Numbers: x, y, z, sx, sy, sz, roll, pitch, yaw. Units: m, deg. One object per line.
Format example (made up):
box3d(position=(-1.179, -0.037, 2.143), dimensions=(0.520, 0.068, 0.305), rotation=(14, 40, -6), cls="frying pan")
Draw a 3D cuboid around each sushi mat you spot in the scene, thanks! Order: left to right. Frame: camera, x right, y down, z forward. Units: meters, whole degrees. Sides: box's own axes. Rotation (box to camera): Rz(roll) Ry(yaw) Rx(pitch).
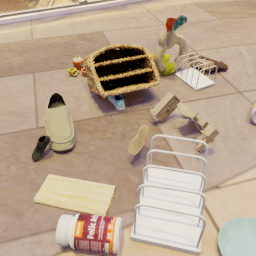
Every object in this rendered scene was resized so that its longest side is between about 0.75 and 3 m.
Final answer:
box3d(position=(-1.531, 1.940, 8.218), dimensions=(2.216, 0.134, 1.060), rotation=(8, 40, 10), cls="sushi mat")

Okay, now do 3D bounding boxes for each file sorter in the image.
box3d(position=(1.191, 1.630, 7.474), dimensions=(1.762, 1.581, 2.540), rotation=(8, 42, 10), cls="file sorter")
box3d(position=(3.129, -2.652, 12.910), dimensions=(1.137, 1.020, 1.638), rotation=(-19, 44, -21), cls="file sorter")

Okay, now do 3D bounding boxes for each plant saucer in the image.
box3d(position=(3.015, 2.958, 6.847), dimensions=(1.605, 0.309, 1.605), rotation=(-2, 39, 2), cls="plant saucer")

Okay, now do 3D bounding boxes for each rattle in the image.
box3d(position=(1.694, -4.158, 13.075), dimensions=(1.912, 2.938, 2.098), rotation=(-20, 47, 1), cls="rattle")

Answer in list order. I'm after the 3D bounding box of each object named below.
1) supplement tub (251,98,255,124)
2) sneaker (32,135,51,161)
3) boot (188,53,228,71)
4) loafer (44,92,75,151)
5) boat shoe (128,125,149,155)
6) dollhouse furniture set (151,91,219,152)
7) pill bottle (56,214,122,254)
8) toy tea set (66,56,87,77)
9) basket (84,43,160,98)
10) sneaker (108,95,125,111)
box3d(position=(5.298, -0.765, 10.738), dimensions=(0.962, 0.962, 1.323), rotation=(17, 43, 19), cls="supplement tub")
box3d(position=(-2.914, 0.634, 9.133), dimensions=(0.352, 0.500, 0.942), rotation=(28, 82, 7), cls="sneaker")
box3d(position=(3.997, -3.277, 14.129), dimensions=(1.461, 0.635, 1.756), rotation=(1, 30, -23), cls="boot")
box3d(position=(-2.561, -0.295, 10.142), dimensions=(1.020, 0.920, 2.695), rotation=(-13, 47, -14), cls="loafer")
box3d(position=(0.349, 0.437, 9.063), dimensions=(0.408, 0.368, 1.135), rotation=(21, 63, 9), cls="boat shoe")
box3d(position=(2.123, -0.077, 10.050), dimensions=(1.072, 1.255, 2.421), rotation=(-48, 48, 7), cls="dollhouse furniture set")
box3d(position=(-0.940, 2.577, 6.905), dimensions=(1.494, 0.853, 0.853), rotation=(4, 41, 4), cls="pill bottle")
box3d(position=(-1.987, -3.008, 13.554), dimensions=(1.908, 0.706, 1.134), rotation=(5, 41, 6), cls="toy tea set")
box3d(position=(-0.282, -2.478, 11.509), dimensions=(2.691, 1.920, 2.004), rotation=(-14, 16, -18), cls="basket")
box3d(position=(-0.458, -1.291, 11.644), dimensions=(0.505, 0.560, 1.366), rotation=(-17, 40, -20), cls="sneaker")
